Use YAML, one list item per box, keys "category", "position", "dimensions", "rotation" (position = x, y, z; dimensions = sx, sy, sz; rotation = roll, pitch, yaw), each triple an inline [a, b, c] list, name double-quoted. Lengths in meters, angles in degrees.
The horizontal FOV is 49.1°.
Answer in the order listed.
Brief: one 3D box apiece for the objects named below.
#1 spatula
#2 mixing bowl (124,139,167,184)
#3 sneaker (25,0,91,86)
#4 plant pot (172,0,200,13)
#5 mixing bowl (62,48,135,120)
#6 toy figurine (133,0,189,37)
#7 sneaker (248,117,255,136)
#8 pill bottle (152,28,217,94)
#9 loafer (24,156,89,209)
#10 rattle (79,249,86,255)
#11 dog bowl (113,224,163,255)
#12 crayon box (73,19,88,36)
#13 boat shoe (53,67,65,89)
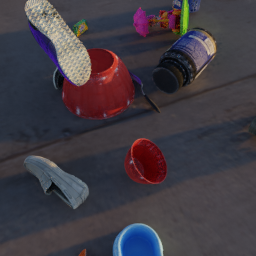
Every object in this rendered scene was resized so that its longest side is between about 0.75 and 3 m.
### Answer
- category: "spatula"
  position: [0.637, -1.399, 10.813]
  dimensions: [0.228, 0.628, 2.221]
  rotation: [-33, 64, 5]
- category: "mixing bowl"
  position: [0.424, 1.122, 8.499]
  dimensions: [1.425, 0.772, 1.425]
  rotation: [24, 49, -30]
- category: "sneaker"
  position: [-1.988, -2.336, 8.035]
  dimensions: [0.883, 1.263, 2.539]
  rotation: [-36, 102, -20]
- category: "plant pot"
  position: [2.924, -6.525, 14.277]
  dimensions: [1.041, 1.158, 1.158]
  rotation: [-34, 60, -16]
- category: "mixing bowl"
  position: [-1.176, -1.908, 10.479]
  dimensions: [2.901, 1.571, 2.901]
  rotation: [-1, 53, 1]
- category: "toy figurine"
  position: [1.489, -5.023, 12.964]
  dimensions: [2.418, 1.973, 2.628]
  rotation: [5, 30, 15]
- category: "sneaker"
  position: [5.704, -0.300, 9.555]
  dimensions: [2.952, 1.129, 1.691]
  rotation: [-34, 61, -20]
- category: "pill bottle"
  position: [2.196, -2.607, 10.991]
  dimensions: [1.572, 1.572, 2.810]
  rotation: [31, 58, 21]
- category: "loafer"
  position: [-2.249, 1.568, 8.304]
  dimensions: [2.286, 0.799, 0.798]
  rotation: [25, 49, 17]
- category: "rattle"
  position: [-1.012, 3.661, 6.461]
  dimensions: [1.172, 1.286, 1.800]
  rotation: [-17, 59, 6]
- category: "dog bowl"
  position: [0.341, 3.532, 6.935]
  dimensions: [1.340, 0.596, 2.403]
  rotation: [-6, 53, -5]
- category: "crayon box"
  position: [-2.268, -4.778, 13.334]
  dimensions: [0.231, 0.472, 0.794]
  rotation: [29, 59, 20]
- category: "boat shoe"
  position: [-2.668, -2.133, 11.277]
  dimensions: [0.473, 0.502, 1.398]
  rotation: [-2, 50, 11]
